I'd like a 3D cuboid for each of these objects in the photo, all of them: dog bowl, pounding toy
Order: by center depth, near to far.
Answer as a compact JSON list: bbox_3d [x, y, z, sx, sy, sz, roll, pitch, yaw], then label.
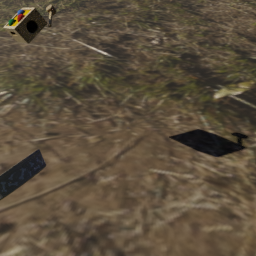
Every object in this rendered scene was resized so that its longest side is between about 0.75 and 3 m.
[{"bbox_3d":[-1.536,0.664,3.859,0.920,0.920,0.270,-39,97,-36],"label":"dog bowl"},{"bbox_3d":[-2.244,-2.606,6.644,1.013,0.528,1.153,23,71,44],"label":"pounding toy"}]
